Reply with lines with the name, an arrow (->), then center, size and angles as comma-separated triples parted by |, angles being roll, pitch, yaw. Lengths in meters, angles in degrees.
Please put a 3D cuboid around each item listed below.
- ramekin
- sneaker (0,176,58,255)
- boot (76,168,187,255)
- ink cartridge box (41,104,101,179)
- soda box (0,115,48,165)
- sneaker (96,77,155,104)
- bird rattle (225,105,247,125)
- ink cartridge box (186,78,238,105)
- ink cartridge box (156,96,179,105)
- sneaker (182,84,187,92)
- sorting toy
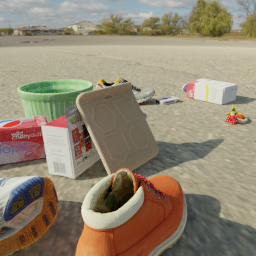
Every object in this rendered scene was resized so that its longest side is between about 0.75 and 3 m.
ramekin -> -2.332, -0.841, 9.348 | 2.403, 1.174, 2.403 | -1, 20, 0
sneaker -> -2.260, 1.472, 3.527 | 1.303, 1.113, 2.957 | -1, 10, 28
boot -> 0.217, 1.066, 3.932 | 0.957, 1.368, 2.552 | 9, 20, 27
ink cartridge box -> -1.078, 0.058, 6.385 | 0.718, 1.503, 1.712 | 6, 20, 25
soda box -> -3.130, 0.347, 6.529 | 2.531, 0.886, 0.802 | -8, 21, -21
sneaker -> -0.146, -1.551, 11.546 | 2.510, 1.031, 0.977 | 3, 20, 6
bird rattle -> 3.614, -0.390, 9.275 | 0.721, 0.498, 0.884 | 18, 25, 3
ink cartridge box -> 3.616, -1.601, 12.109 | 1.271, 0.731, 1.751 | -18, 27, -41
ink cartridge box -> 1.679, -1.158, 11.727 | 0.969, 0.180, 0.459 | -16, 25, -32
sneaker -> 3.225, -1.916, 13.593 | 1.201, 0.455, 0.526 | -18, 39, -29
sorting toy -> -0.185, 0.020, 6.236 | 0.348, 1.908, 1.766 | -20, 2, 43
